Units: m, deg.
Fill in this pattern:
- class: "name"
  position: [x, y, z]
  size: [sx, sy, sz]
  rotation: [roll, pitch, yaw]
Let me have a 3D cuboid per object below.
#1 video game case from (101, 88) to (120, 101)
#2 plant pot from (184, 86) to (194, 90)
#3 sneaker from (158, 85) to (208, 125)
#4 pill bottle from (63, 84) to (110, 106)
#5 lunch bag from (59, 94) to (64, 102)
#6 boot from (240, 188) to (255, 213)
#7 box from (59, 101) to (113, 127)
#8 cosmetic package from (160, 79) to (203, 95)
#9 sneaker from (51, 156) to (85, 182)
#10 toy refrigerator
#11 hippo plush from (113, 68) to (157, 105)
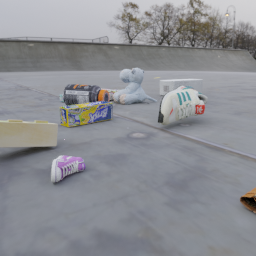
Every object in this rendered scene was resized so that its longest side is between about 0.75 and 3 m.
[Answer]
- class: "video game case"
  position: [-1.548, -2.085, 17.216]
  size: [2.538, 0.454, 2.300]
  rotation: [10, 18, 34]
- class: "plant pot"
  position: [3.123, -1.775, 15.114]
  size: [1.352, 0.911, 1.352]
  rotation: [-1, 14, 0]
- class: "sneaker"
  position: [2.119, -0.819, 10.351]
  size: [1.297, 0.976, 2.773]
  rotation: [18, 31, 25]
- class: "pill bottle"
  position: [-2.012, -1.554, 13.791]
  size: [2.143, 1.138, 1.138]
  rotation: [6, 16, 20]
- class: "lunch bag"
  position: [-3.347, -1.738, 15.910]
  size: [1.122, 0.433, 0.900]
  rotation: [-5, 15, -19]
- class: "boot"
  position: [2.476, 1.197, 4.535]
  size: [0.843, 0.416, 1.086]
  rotation: [-8, 15, -31]
- class: "box"
  position: [-1.562, -0.569, 10.791]
  size: [2.036, 0.713, 0.655]
  rotation: [-13, 19, -40]
- class: "cosmetic package"
  position: [3.473, -2.652, 18.235]
  size: [2.539, 1.030, 1.433]
  rotation: [-10, 16, -32]
- class: "sneaker"
  position: [-1.255, 0.840, 6.008]
  size: [0.638, 0.406, 1.120]
  rotation: [3, 14, 0]
- class: "toy refrigerator"
  position: [-2.901, 0.115, 7.273]
  size: [0.762, 0.703, 2.009]
  rotation: [6, 2, 43]
- class: "hippo plush"
  position: [0.168, -2.315, 15.254]
  size: [2.320, 1.866, 1.848]
  rotation: [9, 17, 32]
